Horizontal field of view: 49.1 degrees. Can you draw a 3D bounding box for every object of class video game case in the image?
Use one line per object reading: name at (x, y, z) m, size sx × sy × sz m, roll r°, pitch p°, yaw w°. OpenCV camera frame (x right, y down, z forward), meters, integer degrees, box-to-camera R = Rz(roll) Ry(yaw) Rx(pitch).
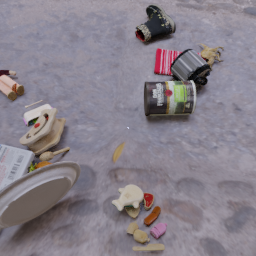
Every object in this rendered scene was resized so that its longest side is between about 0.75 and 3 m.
video game case at (-4.828, 1.826, 9.053) m, size 2.673 × 0.323 × 2.933 m, roll 12°, pitch 63°, yaw 9°

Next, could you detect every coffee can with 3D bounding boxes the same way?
coffee can at (1.589, -1.169, 10.966) m, size 1.843 × 1.349 × 1.349 m, roll -2°, pitch 52°, yaw -2°

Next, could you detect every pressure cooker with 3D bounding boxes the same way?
pressure cooker at (2.712, -2.379, 11.827) m, size 1.371 × 1.393 × 1.559 m, roll -34°, pitch 72°, yaw -19°

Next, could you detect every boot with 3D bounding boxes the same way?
boot at (1.103, -5.512, 14.629) m, size 1.877 × 0.897 × 2.485 m, roll -25°, pitch 56°, yaw -15°

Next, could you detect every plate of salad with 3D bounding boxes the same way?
plate of salad at (-2.636, 1.776, 7.687) m, size 2.921 × 2.921 × 0.702 m, roll -31°, pitch 67°, yaw -22°

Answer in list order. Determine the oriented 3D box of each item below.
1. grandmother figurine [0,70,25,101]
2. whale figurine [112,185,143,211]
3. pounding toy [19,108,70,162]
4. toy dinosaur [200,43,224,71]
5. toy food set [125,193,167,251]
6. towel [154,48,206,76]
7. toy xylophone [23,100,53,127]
grandmother figurine at (-5.504, -2.110, 12.154) m, size 2.318 × 0.702 × 1.406 m, roll 33°, pitch 50°, yaw 20°
whale figurine at (-0.020, 2.194, 8.530) m, size 0.838 × 0.546 × 1.053 m, roll 38°, pitch 45°, yaw 26°
pounding toy at (-2.960, 0.438, 10.234) m, size 1.295 × 1.299 × 2.264 m, roll -18°, pitch 39°, yaw 21°
toy dinosaur at (3.957, -3.618, 13.341) m, size 1.074 × 0.618 × 2.124 m, roll -4°, pitch 53°, yaw -2°
toy food set at (0.553, 2.809, 8.596) m, size 1.262 × 0.313 × 1.985 m, roll -1°, pitch 45°, yaw -1°
towel at (2.441, -3.045, 13.112) m, size 2.385 × 0.268 × 1.725 m, roll 8°, pitch 54°, yaw 5°
toy xylophone at (-3.584, -0.619, 11.196) m, size 1.284 × 0.322 × 0.940 m, roll -19°, pitch 55°, yaw -14°
